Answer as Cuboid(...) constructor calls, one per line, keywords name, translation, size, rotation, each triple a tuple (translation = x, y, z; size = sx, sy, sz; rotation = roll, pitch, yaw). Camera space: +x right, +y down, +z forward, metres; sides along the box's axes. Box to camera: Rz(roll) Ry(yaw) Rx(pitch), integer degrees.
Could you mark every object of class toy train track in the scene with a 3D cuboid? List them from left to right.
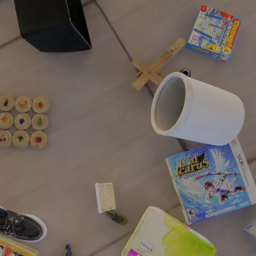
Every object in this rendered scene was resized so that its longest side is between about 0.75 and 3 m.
Cuboid(name="toy train track", translation=(1.130, -2.251, 10.085), size=(1.495, 0.424, 2.607), rotation=(42, 78, 13))

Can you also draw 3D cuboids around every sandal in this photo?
Cuboid(name="sandal", translation=(-0.398, 3.002, 9.358), size=(0.797, 0.227, 0.316), rotation=(26, 82, 4))

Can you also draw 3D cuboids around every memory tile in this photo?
Cuboid(name="memory tile", translation=(-4.011, -0.236, 9.849), size=(2.482, 0.208, 1.902), rotation=(1, 81, 1))

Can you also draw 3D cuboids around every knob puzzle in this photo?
Cuboid(name="knob puzzle", translation=(-4.246, 4.710, 9.052), size=(2.424, 0.336, 2.424), rotation=(0, 82, 0))

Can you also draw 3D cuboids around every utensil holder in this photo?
Cuboid(name="utensil holder", translation=(2.122, -0.494, 8.605), size=(2.216, 1.883, 1.883), rotation=(13, 81, -23))

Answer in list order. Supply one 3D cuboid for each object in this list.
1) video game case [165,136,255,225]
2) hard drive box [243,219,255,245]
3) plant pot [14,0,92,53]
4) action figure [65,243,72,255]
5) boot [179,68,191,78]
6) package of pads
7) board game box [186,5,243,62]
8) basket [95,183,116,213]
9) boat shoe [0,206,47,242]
Cuboid(name="video game case", translation=(2.801, 1.712, 9.377), size=(2.512, 0.571, 2.277), rotation=(-18, 81, -3))
Cuboid(name="hard drive box", translation=(5.209, 3.328, 8.996), size=(2.205, 0.847, 1.719), rotation=(-39, 84, -6))
Cuboid(name="plant pot", translation=(-2.597, -3.745, 9.542), size=(1.860, 2.092, 2.097), rotation=(-14, 82, 8))
Cuboid(name="action figure", translation=(-2.066, 4.424, 9.095), size=(1.136, 0.614, 1.174), rotation=(1, 54, -6))
Cuboid(name="boot", translation=(1.536, -1.071, 9.615), size=(0.730, 0.907, 2.007), rotation=(22, 82, 3))
Cuboid(name="package of pads", translation=(1.303, 3.882, 8.910), size=(2.492, 0.850, 1.925), rotation=(30, 83, 4))
Cuboid(name="board game box", translation=(3.134, -3.437, 10.195), size=(1.576, 0.450, 1.609), rotation=(21, 82, 3))
Cuboid(name="basket", translation=(-0.742, 2.276, 9.278), size=(0.572, 0.629, 0.928), rotation=(-7, 82, -5))
Cuboid(name="boat shoe", translation=(-3.870, 3.042, 9.051), size=(2.463, 0.816, 0.861), rotation=(25, 82, 4))
